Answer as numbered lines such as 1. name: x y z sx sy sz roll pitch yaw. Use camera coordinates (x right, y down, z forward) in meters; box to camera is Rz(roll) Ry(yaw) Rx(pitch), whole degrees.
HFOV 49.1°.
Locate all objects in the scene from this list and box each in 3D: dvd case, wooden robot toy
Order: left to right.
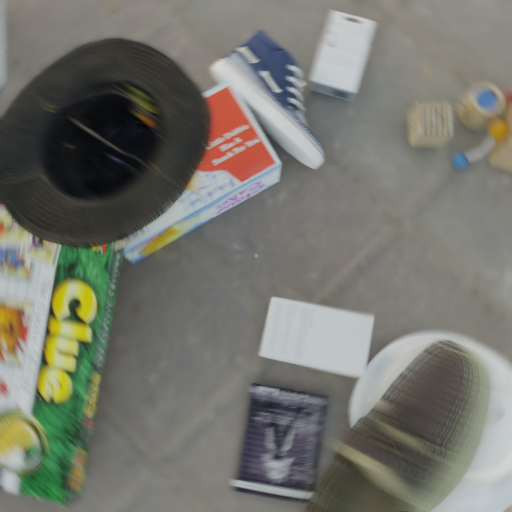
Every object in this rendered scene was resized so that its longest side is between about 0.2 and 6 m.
1. dvd case: 0.336 2.540 7.634 1.082 0.116 1.455 10 79 2
2. wooden robot toy: 3.793 -1.862 7.841 3.035 1.377 1.337 17 80 3

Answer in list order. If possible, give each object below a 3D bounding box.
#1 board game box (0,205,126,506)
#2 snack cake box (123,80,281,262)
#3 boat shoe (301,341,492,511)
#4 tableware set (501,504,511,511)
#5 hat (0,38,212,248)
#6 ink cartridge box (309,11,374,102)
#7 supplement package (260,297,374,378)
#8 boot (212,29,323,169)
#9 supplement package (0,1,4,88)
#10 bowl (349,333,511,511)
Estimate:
1. board game box: -2.945 1.035 7.314 2.048 0.459 3.910 9 89 8
2. snack cake box: -1.080 -1.181 7.967 2.509 0.843 1.443 -30 81 -5
3. boat shoe: 1.047 1.666 4.347 0.850 0.753 2.323 28 85 36
4. tableware set: 2.426 3.640 7.316 2.808 0.326 2.346 20 79 4
5. hat: -1.730 -1.182 6.567 2.576 1.039 2.576 0 72 0
6. ink cartridge box: 1.322 -3.076 8.618 0.685 0.316 1.257 16 78 3
7. supplement package: 0.793 1.100 7.557 1.370 0.804 0.801 12 79 2
8. boot: 0.415 -2.347 8.212 0.997 0.803 2.207 -43 81 -2
9. supplement package: -4.518 -3.405 8.028 1.168 1.588 1.519 -6 80 -1
10. bowl: 2.544 2.166 7.048 2.539 1.141 2.539 1 75 -5
